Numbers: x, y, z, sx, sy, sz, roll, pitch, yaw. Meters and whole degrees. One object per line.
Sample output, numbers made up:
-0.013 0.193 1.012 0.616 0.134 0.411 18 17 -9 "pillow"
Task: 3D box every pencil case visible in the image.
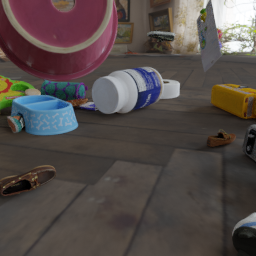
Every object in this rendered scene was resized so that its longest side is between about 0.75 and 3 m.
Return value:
-2.845 -1.655 12.322 1.979 0.842 0.914 7 26 20 "pencil case"

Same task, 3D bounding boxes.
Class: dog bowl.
-2.770 -0.510 9.035 1.585 0.705 2.843 -15 23 -37 "dog bowl"

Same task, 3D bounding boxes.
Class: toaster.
3.348 0.406 6.174 1.217 0.722 1.101 -2 19 -6 "toaster"

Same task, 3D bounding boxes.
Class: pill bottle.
0.029 -1.402 10.394 1.538 1.538 2.658 14 23 37 "pill bottle"

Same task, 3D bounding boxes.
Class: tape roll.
1.502 -1.870 13.288 1.838 0.643 1.838 0 17 0 "tape roll"

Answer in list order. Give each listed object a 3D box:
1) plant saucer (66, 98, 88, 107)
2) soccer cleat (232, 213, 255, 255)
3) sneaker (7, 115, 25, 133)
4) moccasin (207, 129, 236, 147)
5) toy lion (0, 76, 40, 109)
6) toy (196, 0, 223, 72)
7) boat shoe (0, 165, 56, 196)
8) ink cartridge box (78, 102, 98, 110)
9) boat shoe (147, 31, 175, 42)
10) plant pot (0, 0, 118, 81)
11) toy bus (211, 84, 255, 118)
-2.146 -0.983 11.068 1.123 0.181 1.123 -10 12 2 "plant saucer"
2.140 1.432 3.166 1.807 0.631 0.780 15 23 39 "soccer cleat"
-3.299 -0.174 8.422 0.482 0.431 1.206 -15 21 -27 "sneaker"
2.426 0.246 7.262 0.906 0.350 0.331 -7 19 -20 "moccasin"
-4.690 -1.369 10.445 2.286 0.785 2.191 -11 42 -33 "toy lion"
2.661 -2.885 8.839 0.456 1.932 1.112 -6 -13 -12 "toy"
-1.779 0.974 5.045 1.026 0.361 0.361 -18 21 -25 "boat shoe"
-1.445 -0.836 10.882 0.762 0.167 0.769 10 21 32 "ink cartridge box"
1.272 -3.561 10.957 1.099 0.350 0.388 9 7 18 "boat shoe"
-0.949 -1.546 3.738 1.854 1.854 1.659 -5 11 -15 "plant pot"
4.142 -0.973 10.142 1.057 0.879 2.699 -4 18 -12 "toy bus"
